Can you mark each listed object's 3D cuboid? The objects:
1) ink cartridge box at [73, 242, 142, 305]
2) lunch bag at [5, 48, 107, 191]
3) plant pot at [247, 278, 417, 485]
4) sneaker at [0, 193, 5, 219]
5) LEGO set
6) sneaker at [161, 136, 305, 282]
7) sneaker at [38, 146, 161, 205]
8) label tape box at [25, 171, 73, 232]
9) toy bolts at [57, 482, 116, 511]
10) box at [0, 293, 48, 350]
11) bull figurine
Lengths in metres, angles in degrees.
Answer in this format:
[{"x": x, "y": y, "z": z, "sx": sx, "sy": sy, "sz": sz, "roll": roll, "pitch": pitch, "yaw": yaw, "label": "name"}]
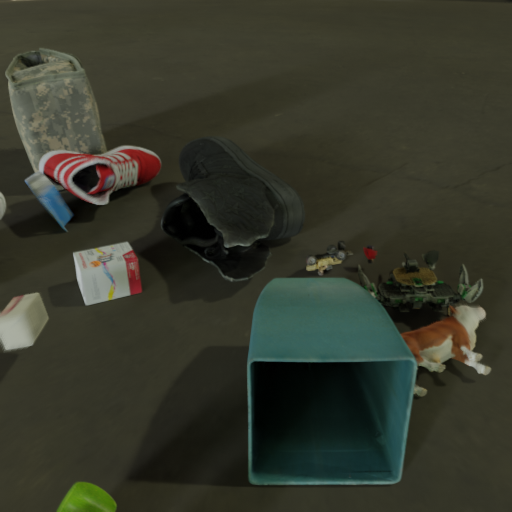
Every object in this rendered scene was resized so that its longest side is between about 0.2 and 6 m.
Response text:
[{"x": -2.156, "y": 0.247, "z": 8.102, "sx": 0.820, "sy": 0.593, "sz": 0.596, "roll": -14, "pitch": 33, "yaw": -22, "label": "ink cartridge box"}, {"x": -4.214, "y": -2.969, "z": 11.836, "sx": 1.662, "sy": 2.318, "sz": 2.826, "roll": -18, "pitch": 35, "yaw": -19, "label": "lunch bag"}, {"x": 0.647, "y": 1.107, "z": 5.947, "sx": 1.449, "sy": 1.450, "sz": 2.051, "roll": 0, "pitch": 24, "yaw": 0, "label": "plant pot"}, {"x": -4.635, "y": 0.026, "z": 8.145, "sx": 1.546, "sy": 1.213, "sz": 3.112, "roll": 18, "pitch": 44, "yaw": 17, "label": "sneaker"}, {"x": 1.942, "y": 0.406, "z": 7.988, "sx": 1.676, "sy": 0.731, "sz": 2.581, "roll": -13, "pitch": 20, "yaw": -25, "label": "LEGO set"}, {"x": -0.788, "y": -0.977, "z": 9.533, "sx": 2.135, "sy": 1.229, "sz": 4.093, "roll": -17, "pitch": 38, "yaw": -35, "label": "sneaker"}, {"x": -2.656, "y": -1.543, "z": 10.582, "sx": 2.440, "sy": 0.869, "sz": 1.372, "roll": -11, "pitch": 26, "yaw": -38, "label": "sneaker"}, {"x": -3.596, "y": -0.968, "z": 9.907, "sx": 0.344, "sy": 0.746, "sz": 1.041, "roll": -40, "pitch": 47, "yaw": -18, "label": "label tape box"}, {"x": -1.318, "y": 2.680, "z": 4.061, "sx": 1.354, "sy": 0.983, "sz": 1.418, "roll": 39, "pitch": 17, "yaw": -12, "label": "toy bolts"}, {"x": -2.681, "y": 0.742, "z": 6.434, "sx": 0.324, "sy": 0.381, "sz": 0.596, "roll": -11, "pitch": 22, "yaw": 3, "label": "box"}, {"x": 2.218, "y": 1.091, "z": 6.715, "sx": 1.486, "sy": 0.484, "sz": 0.902, "roll": -19, "pitch": 32, "yaw": -11, "label": "bull figurine"}]
